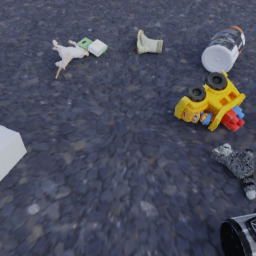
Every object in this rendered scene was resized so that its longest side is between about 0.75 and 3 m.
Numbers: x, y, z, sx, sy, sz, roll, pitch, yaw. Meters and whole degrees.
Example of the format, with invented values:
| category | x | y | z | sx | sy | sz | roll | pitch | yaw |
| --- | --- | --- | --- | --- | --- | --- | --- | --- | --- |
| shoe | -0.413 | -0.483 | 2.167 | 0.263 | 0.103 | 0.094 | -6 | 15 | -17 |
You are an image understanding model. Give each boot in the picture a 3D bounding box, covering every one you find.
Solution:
| category | x | y | z | sx | sy | sz | roll | pitch | yaw |
| --- | --- | --- | --- | --- | --- | --- | --- | --- | --- |
| boot | 0.983 | -3.861 | 12.588 | 1.163 | 0.542 | 1.504 | 2 | 51 | 3 |

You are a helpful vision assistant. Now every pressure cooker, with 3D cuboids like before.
| category | x | y | z | sx | sy | sz | roll | pitch | yaw |
| --- | --- | --- | --- | --- | --- | --- | --- | --- | --- |
| pressure cooker | 2.788 | 2.382 | 5.857 | 1.381 | 1.233 | 1.214 | -7 | 89 | -7 |

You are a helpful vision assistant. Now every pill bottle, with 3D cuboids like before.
| category | x | y | z | sx | sy | sz | roll | pitch | yaw |
| --- | --- | --- | --- | --- | --- | --- | --- | --- | --- |
| pill bottle | 4.016 | -3.322 | 11.509 | 1.274 | 1.274 | 2.398 | 22 | 49 | 21 |

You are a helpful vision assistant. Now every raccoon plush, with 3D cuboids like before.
| category | x | y | z | sx | sy | sz | roll | pitch | yaw |
| --- | --- | --- | --- | --- | --- | --- | --- | --- | --- |
| raccoon plush | 2.814 | 1.086 | 7.547 | 1.035 | 0.748 | 1.545 | 0 | 45 | 12 |

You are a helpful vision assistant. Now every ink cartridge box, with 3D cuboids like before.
| category | x | y | z | sx | sy | sz | roll | pitch | yaw |
| --- | --- | --- | --- | --- | --- | --- | --- | --- | --- |
| ink cartridge box | -1.559 | -3.640 | 12.272 | 1.117 | 0.268 | 0.813 | 33 | 44 | 2 |

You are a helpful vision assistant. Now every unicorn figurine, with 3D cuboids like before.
| category | x | y | z | sx | sy | sz | roll | pitch | yaw |
| --- | --- | --- | --- | --- | --- | --- | --- | --- | --- |
| unicorn figurine | -2.506 | -3.082 | 11.616 | 2.083 | 0.769 | 1.431 | -31 | 59 | -31 |

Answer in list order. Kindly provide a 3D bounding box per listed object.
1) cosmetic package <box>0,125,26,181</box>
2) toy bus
| category | x | y | z | sx | sy | sz | roll | pitch | yaw |
| --- | --- | --- | --- | --- | --- | --- | --- | --- | --- |
| cosmetic package | -4.016 | 0.966 | 7.473 | 1.300 | 0.935 | 2.304 | 19 | 47 | 18 |
| toy bus | 2.734 | -0.583 | 8.905 | 1.931 | 1.311 | 1.854 | -32 | 72 | -18 |
